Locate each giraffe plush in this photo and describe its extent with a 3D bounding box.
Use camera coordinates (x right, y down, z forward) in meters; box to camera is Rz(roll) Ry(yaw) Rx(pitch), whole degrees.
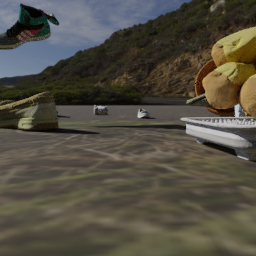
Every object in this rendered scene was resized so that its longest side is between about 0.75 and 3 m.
[{"bbox_3d":[2.868,-0.748,5.157,2.279,2.142,2.641,17,60,44],"label":"giraffe plush"}]

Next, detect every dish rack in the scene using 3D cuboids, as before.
[{"bbox_3d":[1.897,0.086,4.114,1.804,0.458,2.102,-2,6,-9],"label":"dish rack"}]

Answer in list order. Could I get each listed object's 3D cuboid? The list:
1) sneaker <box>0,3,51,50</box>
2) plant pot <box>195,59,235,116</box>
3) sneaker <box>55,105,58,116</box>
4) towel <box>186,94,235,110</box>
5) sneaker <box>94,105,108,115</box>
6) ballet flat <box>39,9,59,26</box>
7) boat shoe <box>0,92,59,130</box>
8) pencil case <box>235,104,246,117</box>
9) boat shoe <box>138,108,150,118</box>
[{"bbox_3d":[-3.496,-3.338,9.075,2.019,1.219,0.844,-27,63,-26],"label":"sneaker"},{"bbox_3d":[4.842,-1.814,13.595,2.849,2.849,1.994,2,-10,22],"label":"plant pot"},{"bbox_3d":[-3.632,-0.965,13.218,0.629,0.809,1.797,-1,6,-13],"label":"sneaker"},{"bbox_3d":[4.142,-1.161,11.504,2.509,0.450,2.606,0,-8,-27],"label":"towel"},{"bbox_3d":[-1.422,-0.931,14.784,0.735,0.481,1.279,0,11,-5],"label":"sneaker"},{"bbox_3d":[-3.060,-4.325,10.848,0.947,0.324,0.322,17,-10,-40],"label":"ballet flat"},{"bbox_3d":[-2.923,-0.468,7.429,2.908,0.915,1.061,5,7,41],"label":"boat shoe"},{"bbox_3d":[5.060,-0.774,9.353,2.859,1.188,1.297,2,29,16],"label":"pencil case"},{"bbox_3d":[0.646,-0.619,11.829,0.444,0.386,1.204,-1,5,-6],"label":"boat shoe"}]
